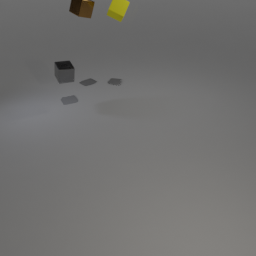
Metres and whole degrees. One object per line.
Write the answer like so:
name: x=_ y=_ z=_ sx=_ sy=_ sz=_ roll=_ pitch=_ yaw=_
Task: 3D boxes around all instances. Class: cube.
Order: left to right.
cube: x=-2.782 y=-2.452 z=12.265 sx=0.700 sy=0.700 sz=0.700 roll=-13 pitch=47 yaw=-25
cube: x=-1.956 y=-5.142 z=11.870 sx=0.700 sy=0.700 sz=0.700 roll=37 pitch=32 yaw=29
cube: x=-0.432 y=-5.115 z=12.008 sx=0.700 sy=0.700 sz=0.700 roll=23 pitch=-2 yaw=-12
